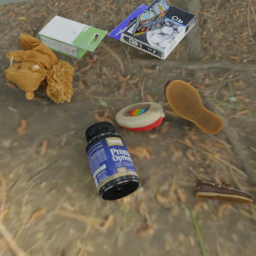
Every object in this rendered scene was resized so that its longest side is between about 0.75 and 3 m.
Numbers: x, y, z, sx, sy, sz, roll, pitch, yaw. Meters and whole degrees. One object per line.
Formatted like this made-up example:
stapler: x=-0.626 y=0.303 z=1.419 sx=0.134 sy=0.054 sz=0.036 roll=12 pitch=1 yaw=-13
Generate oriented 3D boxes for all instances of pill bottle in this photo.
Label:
pill bottle: x=-0.521 y=0.860 z=7.771 sx=1.137 sy=1.137 sz=2.032 roll=-17 pitch=58 yaw=-11

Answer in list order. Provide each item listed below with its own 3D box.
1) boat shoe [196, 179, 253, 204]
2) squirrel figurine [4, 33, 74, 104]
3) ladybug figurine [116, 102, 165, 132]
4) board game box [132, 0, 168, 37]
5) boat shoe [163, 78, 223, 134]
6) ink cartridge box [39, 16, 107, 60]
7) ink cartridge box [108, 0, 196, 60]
boat shoe: x=2.596 y=1.695 z=7.574 sx=1.478 sy=0.520 sz=0.520 roll=9 pitch=60 yaw=6
squirrel figurine: x=-2.771 y=-1.746 z=9.001 sx=2.310 sy=1.635 sz=2.156 roll=19 pitch=20 yaw=-19
ladybug figurine: x=0.401 y=-0.303 z=8.537 sx=1.718 sy=0.618 sz=1.166 roll=3 pitch=37 yaw=45
board game box: x=0.739 y=-3.448 z=8.750 sx=1.157 sy=1.157 sz=0.357 roll=-22 pitch=83 yaw=-17
boat shoe: x=1.803 y=-0.654 z=8.185 sx=0.844 sy=2.396 sz=0.843 roll=-44 pitch=33 yaw=11
ink cartridge box: x=-2.088 y=-3.452 z=10.916 sx=2.381 sy=0.706 sz=1.236 roll=21 pitch=59 yaw=14
ink cartridge box: x=0.989 y=-4.230 z=11.529 sx=2.715 sy=0.589 sz=2.690 roll=28 pitch=61 yaw=19
